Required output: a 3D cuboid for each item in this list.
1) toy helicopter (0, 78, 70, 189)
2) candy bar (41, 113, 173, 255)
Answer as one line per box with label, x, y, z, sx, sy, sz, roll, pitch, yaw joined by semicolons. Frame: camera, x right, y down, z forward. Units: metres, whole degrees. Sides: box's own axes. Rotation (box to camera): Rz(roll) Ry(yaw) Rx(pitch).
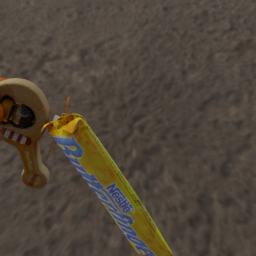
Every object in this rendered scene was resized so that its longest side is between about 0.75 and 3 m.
toy helicopter;-1.076;0.119;3.148;0.936;1.415;0.558;-2;32;0
candy bar;-0.101;0.725;2.749;0.533;2.140;0.237;-6;33;44
